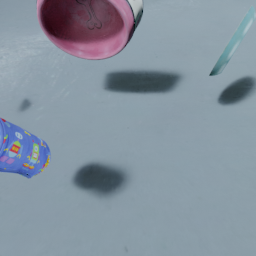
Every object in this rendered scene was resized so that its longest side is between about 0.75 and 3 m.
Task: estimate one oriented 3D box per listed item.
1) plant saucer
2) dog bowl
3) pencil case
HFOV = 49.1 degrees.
[{"bbox_3d":[2.964,-2.347,7.872,0.289,2.108,2.108,32,47,10],"label":"plant saucer"},{"bbox_3d":[-1.087,-3.054,7.552,2.954,2.954,1.089,5,61,5],"label":"dog bowl"},{"bbox_3d":[-1.954,0.369,4.587,0.795,2.037,0.884,-3,77,4],"label":"pencil case"}]
